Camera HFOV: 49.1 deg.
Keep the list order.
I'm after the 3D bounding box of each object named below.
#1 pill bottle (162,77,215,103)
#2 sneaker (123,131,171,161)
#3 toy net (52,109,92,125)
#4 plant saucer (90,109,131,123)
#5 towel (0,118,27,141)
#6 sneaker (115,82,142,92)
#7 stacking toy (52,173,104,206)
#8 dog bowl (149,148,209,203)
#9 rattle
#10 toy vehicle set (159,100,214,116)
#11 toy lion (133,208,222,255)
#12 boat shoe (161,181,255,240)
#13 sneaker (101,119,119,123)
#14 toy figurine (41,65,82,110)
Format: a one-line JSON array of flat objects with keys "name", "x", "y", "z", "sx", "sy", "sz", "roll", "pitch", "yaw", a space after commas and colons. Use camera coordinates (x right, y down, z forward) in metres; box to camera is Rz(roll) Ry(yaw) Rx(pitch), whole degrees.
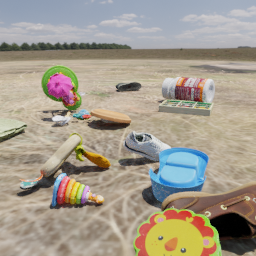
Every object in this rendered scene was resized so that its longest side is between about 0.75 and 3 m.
[{"name": "pill bottle", "x": 3.092, "y": -1.941, "z": 14.543, "sx": 2.479, "sy": 1.358, "sz": 1.358, "roll": 12, "pitch": 21, "yaw": 33}, {"name": "sneaker", "x": 0.618, "y": 0.466, "z": 7.538, "sx": 1.438, "sy": 0.579, "sz": 0.549, "roll": 13, "pitch": 42, "yaw": -22}, {"name": "toy net", "x": -2.148, "y": -0.359, "z": 11.257, "sx": 0.974, "sy": 0.358, "sz": 1.856, "roll": 23, "pitch": 30, "yaw": 36}, {"name": "plant saucer", "x": -0.657, "y": -0.494, "z": 10.995, "sx": 1.628, "sy": 0.263, "sz": 1.628, "roll": 12, "pitch": 8, "yaw": -2}, {"name": "towel", "x": -5.074, "y": 0.003, "z": 9.810, "sx": 2.567, "sy": 0.468, "sz": 1.905, "roll": 6, "pitch": 17, "yaw": 20}, {"name": "sneaker", "x": 0.012, "y": -2.800, "z": 18.486, "sx": 1.652, "sy": 0.618, "sz": 0.877, "roll": -7, "pitch": 21, "yaw": -18}, {"name": "stacking toy", "x": -0.976, "y": 1.337, "z": 5.661, "sx": 1.022, "sy": 0.561, "sz": 0.593, "roll": 14, "pitch": 16, "yaw": 4}, {"name": "dog bowl", "x": 1.181, "y": 1.054, "z": 6.367, "sx": 1.181, "sy": 0.525, "sz": 2.119, "roll": 6, "pitch": 18, "yaw": 18}, {"name": "rattle", "x": -1.470, "y": 1.080, "z": 6.669, "sx": 1.202, "sy": 1.319, "sz": 1.846, "roll": -28, "pitch": 16, "yaw": 34}, {"name": "toy vehicle set", "x": 2.765, "y": -0.979, "z": 13.216, "sx": 2.337, "sy": 0.310, "sz": 1.452, "roll": 6, "pitch": 18, "yaw": 20}, {"name": "toy lion", "x": 0.639, "y": 1.725, "z": 3.484, "sx": 1.532, "sy": 0.549, "sz": 1.598, "roll": -34, "pitch": 34, "yaw": -29}, {"name": "boat shoe", "x": 1.795, "y": 1.471, "z": 4.605, "sx": 2.423, "sy": 0.853, "sz": 0.852, "roll": -9, "pitch": 20, "yaw": -4}, {"name": "sneaker", "x": -0.670, "y": -0.397, "z": 11.439, "sx": 0.860, "sy": 0.317, "sz": 0.497, "roll": 10, "pitch": 14, "yaw": 10}, {"name": "toy figurine", "x": -2.769, "y": -1.548, "z": 12.057, "sx": 1.673, "sy": 2.228, "sz": 2.051, "roll": -33, "pitch": 20, "yaw": -2}]
